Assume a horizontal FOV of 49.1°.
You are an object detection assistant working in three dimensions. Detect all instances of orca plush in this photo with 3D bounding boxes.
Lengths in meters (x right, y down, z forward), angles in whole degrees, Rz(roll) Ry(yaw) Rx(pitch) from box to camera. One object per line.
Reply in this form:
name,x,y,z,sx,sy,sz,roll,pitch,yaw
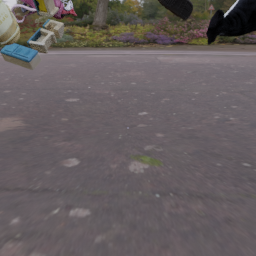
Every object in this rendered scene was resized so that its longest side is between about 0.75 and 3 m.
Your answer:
orca plush,2.044,-1.908,4.238,1.950,1.026,0.693,-26,33,-30

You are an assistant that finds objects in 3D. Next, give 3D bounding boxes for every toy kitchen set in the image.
toy kitchen set,-2.769,-2.818,7.768,1.040,1.415,1.766,20,60,16

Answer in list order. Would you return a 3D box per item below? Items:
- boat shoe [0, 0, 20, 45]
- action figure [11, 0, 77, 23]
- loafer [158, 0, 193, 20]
boat shoe,-2.757,-2.165,5.640,1.010,0.871,2.768,-48,34,-8
action figure,-2.604,-3.990,9.005,1.996,1.337,1.486,26,66,9
loafer,0.937,-3.058,6.576,0.551,0.567,1.553,39,10,38
